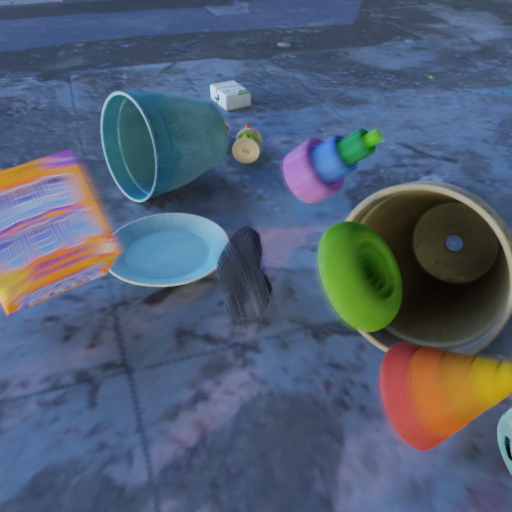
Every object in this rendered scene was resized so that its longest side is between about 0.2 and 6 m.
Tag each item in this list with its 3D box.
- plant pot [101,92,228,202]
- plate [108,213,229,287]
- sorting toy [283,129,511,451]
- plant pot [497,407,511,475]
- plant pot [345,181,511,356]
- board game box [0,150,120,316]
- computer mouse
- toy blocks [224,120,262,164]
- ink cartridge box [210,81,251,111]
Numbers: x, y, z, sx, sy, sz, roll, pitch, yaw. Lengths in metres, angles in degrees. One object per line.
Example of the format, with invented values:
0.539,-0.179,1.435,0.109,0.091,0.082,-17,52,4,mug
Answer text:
-1.551,-2.089,10.080,1.764,1.878,1.878,-21,41,-36,plant pot
-1.356,-0.061,8.554,1.913,0.244,1.913,-1,36,0,plate
1.504,0.248,5.478,1.173,3.405,1.181,-25,2,42,sorting toy
3.386,1.588,5.155,1.806,1.844,1.844,-26,43,-18,plant pot
2.313,0.013,7.152,2.152,2.152,1.868,21,25,26,plant pot
-2.742,-0.245,7.017,1.404,1.404,1.405,-26,88,-25,board game box
-0.065,0.226,6.913,0.467,0.804,2.743,33,9,-14,computer mouse
-0.493,-2.498,11.620,1.267,0.552,1.520,2,36,4,toy blocks
-0.636,-3.934,13.721,0.679,0.385,0.927,-17,39,-22,ink cartridge box
